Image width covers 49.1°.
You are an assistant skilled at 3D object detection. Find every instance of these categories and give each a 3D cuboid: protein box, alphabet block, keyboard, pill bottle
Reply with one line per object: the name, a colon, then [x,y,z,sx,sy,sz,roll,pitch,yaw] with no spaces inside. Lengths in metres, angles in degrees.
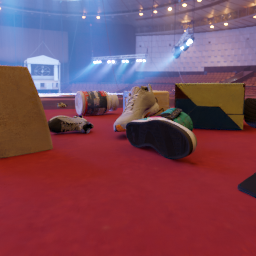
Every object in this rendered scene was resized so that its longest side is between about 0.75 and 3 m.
protein box: [3.032,-0.890,10.515,2.312,1.571,2.329,3,9,16]
alphabet block: [0.658,-0.747,10.564,1.360,1.328,1.335,-4,12,-19]
keyboard: [2.227,0.912,3.637,0.770,0.293,1.479,-27,19,-17]
pill bottle: [-1.575,-1.297,14.364,2.022,1.209,1.209,-5,10,-29]

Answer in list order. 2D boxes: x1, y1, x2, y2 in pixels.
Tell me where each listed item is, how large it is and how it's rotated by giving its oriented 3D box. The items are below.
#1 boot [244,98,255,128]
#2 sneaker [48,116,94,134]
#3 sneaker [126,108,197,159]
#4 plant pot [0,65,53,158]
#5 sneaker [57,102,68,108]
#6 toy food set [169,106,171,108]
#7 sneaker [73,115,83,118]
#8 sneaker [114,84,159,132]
boot: [5.525,-0.357,9.754,1.924,1.020,2.923,1,19,-15]
sneaker: [-1.721,-0.081,8.775,1.487,0.558,0.859,-7,13,-42]
sneaker: [1.083,0.096,6.503,1.393,0.965,2.307,-16,14,-28]
plant pot: [-3.301,-0.463,6.567,2.223,1.970,2.225,-8,13,-43]
sneaker: [-4.479,-1.606,19.204,0.307,0.367,0.830,5,9,37]
toy food set: [0.798,-0.922,13.004,1.322,0.734,2.246,35,-15,-20]
sneaker: [-1.970,-0.252,10.269,0.360,0.417,0.951,5,12,22]
sneaker: [0.167,-0.665,8.645,0.883,1.072,2.331,-3,23,30]
